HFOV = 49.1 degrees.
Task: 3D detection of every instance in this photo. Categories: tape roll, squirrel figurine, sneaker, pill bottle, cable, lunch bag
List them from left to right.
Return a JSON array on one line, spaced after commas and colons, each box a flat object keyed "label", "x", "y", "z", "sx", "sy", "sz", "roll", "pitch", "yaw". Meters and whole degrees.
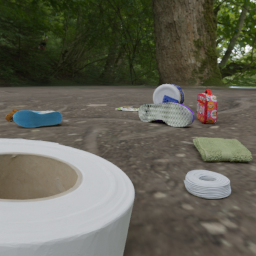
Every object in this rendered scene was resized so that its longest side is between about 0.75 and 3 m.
[{"label": "squirrel figurine", "x": -5.511, "y": -0.572, "z": 13.516, "sx": 0.791, "sy": 0.560, "sz": 0.738, "roll": 2, "pitch": 18, "yaw": 27}, {"label": "tape roll", "x": -1.337, "y": 0.962, "z": 3.422, "sx": 2.777, "sy": 0.971, "sz": 2.777, "roll": 9, "pitch": 12, "yaw": -2}, {"label": "sneaker", "x": -3.948, "y": -0.385, "z": 12.260, "sx": 2.016, "sy": 0.771, "sz": 0.814, "roll": 1, "pitch": -1, "yaw": -20}, {"label": "pill bottle", "x": 2.595, "y": -1.871, "z": 17.119, "sx": 1.601, "sy": 1.601, "sz": 2.767, "roll": 4, "pitch": 10, "yaw": 19}, {"label": "sneaker", "x": 2.005, "y": -0.740, "z": 12.973, "sx": 1.491, "sy": 1.042, "sz": 2.998, "roll": -9, "pitch": 14, "yaw": -41}, {"label": "lunch bag", "x": 3.745, "y": -1.057, "z": 13.289, "sx": 0.715, "sy": 1.538, "sz": 1.746, "roll": 0, "pitch": 11, "yaw": 2}, {"label": "cable", "x": 1.579, "y": 1.102, "z": 5.563, "sx": 0.883, "sy": 0.306, "sz": 0.883, "roll": 1, "pitch": 11, "yaw": 6}]

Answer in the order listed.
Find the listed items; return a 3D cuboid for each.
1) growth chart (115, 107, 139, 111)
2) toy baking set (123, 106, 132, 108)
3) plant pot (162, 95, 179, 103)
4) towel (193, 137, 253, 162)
[{"label": "growth chart", "x": 0.212, "y": -1.172, "z": 17.506, "sx": 1.762, "sy": 0.156, "sz": 1.275, "roll": 3, "pitch": 11, "yaw": 13}, {"label": "toy baking set", "x": -0.019, "y": -1.408, "z": 18.872, "sx": 0.603, "sy": 0.091, "sz": 0.786, "roll": 8, "pitch": 14, "yaw": 25}, {"label": "plant pot", "x": 2.237, "y": -1.209, "z": 15.202, "sx": 0.848, "sy": 0.762, "sz": 0.848, "roll": 26, "pitch": -7, "yaw": 18}, {"label": "towel", "x": 2.658, "y": 0.601, "z": 8.043, "sx": 1.374, "sy": 0.338, "sz": 1.852, "roll": 2, "pitch": 10, "yaw": 4}]
